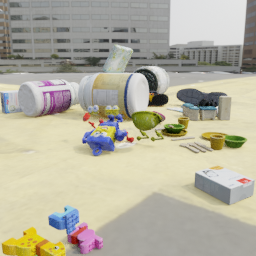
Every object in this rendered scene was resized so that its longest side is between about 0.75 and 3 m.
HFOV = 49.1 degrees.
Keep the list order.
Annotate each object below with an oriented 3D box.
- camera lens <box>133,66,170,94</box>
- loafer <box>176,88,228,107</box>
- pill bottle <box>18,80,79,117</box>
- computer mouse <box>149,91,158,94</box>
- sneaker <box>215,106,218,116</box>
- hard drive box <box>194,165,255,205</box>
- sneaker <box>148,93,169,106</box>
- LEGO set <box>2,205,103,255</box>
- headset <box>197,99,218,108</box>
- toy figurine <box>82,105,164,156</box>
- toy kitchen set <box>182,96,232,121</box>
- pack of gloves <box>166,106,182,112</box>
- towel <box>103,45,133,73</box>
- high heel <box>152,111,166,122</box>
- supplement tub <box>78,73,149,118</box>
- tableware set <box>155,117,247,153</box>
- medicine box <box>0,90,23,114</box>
[{"bbox_3d":[1.393,-2.843,17.601,2.010,2.010,2.513,7,15,24],"label":"camera lens"},{"bbox_3d":[3.938,-1.481,14.954,2.715,0.976,0.855,9,-19,26],"label":"loafer"},{"bbox_3d":[-3.529,-1.467,13.111,1.548,1.548,2.757,11,18,38],"label":"pill bottle"},{"bbox_3d":[1.133,-1.873,16.300,1.570,1.088,0.414,13,-2,18],"label":"computer mouse"},{"bbox_3d":[3.940,-0.660,12.284,1.007,0.378,0.454,-31,62,-33],"label":"sneaker"},{"bbox_3d":[1.848,1.076,5.425,0.686,0.338,0.880,-10,17,-31],"label":"hard drive box"},{"bbox_3d":[1.094,-1.547,15.292,2.213,0.774,0.996,4,4,5],"label":"sneaker"},{"bbox_3d":[-0.872,1.461,3.324,0.675,0.627,1.644,10,18,34],"label":"LEGO set"},{"bbox_3d":[3.815,-0.941,13.276,0.996,0.758,1.614,17,35,20],"label":"headset"},{"bbox_3d":[-0.383,0.335,7.868,2.502,1.320,1.499,4,43,26],"label":"toy figurine"},{"bbox_3d":[3.351,-0.936,12.102,1.686,0.993,1.351,-1,14,-6],"label":"toy kitchen set"},{"bbox_3d":[3.051,-1.037,13.852,1.492,0.350,1.776,-11,18,-35],"label":"pack of gloves"},{"bbox_3d":[-0.437,-3.035,12.437,0.346,1.229,1.436,36,24,23],"label":"towel"},{"bbox_3d":[1.287,-0.529,11.501,0.651,0.456,1.353,-19,18,-25],"label":"high heel"},{"bbox_3d":[-0.617,-1.430,12.176,2.670,1.928,1.928,6,15,24],"label":"supplement tub"},{"bbox_3d":[2.273,0.105,9.089,1.971,0.449,2.926,-4,14,-18],"label":"tableware set"},{"bbox_3d":[-5.448,-1.268,13.408,1.100,1.002,0.566,-12,18,-39],"label":"medicine box"}]
